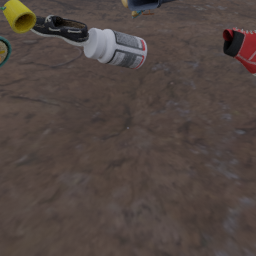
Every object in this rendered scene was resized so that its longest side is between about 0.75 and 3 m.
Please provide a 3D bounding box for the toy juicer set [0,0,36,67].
[{"bbox_3d":[-3.096,-1.508,5.604,0.709,2.606,1.658,50,22,10],"label":"toy juicer set"}]

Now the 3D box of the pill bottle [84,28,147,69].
[{"bbox_3d":[-0.312,-1.982,6.997,1.441,0.820,0.820,2,32,-36],"label":"pill bottle"}]

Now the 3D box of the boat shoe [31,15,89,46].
[{"bbox_3d":[-1.590,-2.304,6.336,1.513,0.457,0.559,22,55,9],"label":"boat shoe"}]

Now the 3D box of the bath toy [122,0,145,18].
[{"bbox_3d":[0.001,-4.996,9.995,0.855,1.966,0.726,-27,7,-13],"label":"bath toy"}]

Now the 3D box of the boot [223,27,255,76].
[{"bbox_3d":[2.667,-2.014,5.969,1.175,0.590,1.629,32,69,-6],"label":"boot"}]

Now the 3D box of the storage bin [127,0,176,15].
[{"bbox_3d":[0.861,-4.266,8.916,1.094,1.185,1.628,-20,26,-29],"label":"storage bin"}]
